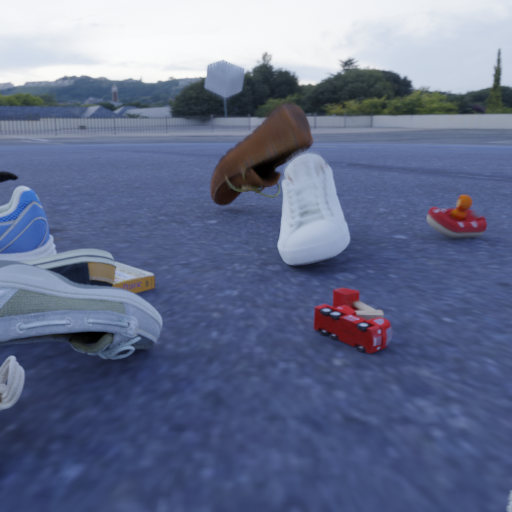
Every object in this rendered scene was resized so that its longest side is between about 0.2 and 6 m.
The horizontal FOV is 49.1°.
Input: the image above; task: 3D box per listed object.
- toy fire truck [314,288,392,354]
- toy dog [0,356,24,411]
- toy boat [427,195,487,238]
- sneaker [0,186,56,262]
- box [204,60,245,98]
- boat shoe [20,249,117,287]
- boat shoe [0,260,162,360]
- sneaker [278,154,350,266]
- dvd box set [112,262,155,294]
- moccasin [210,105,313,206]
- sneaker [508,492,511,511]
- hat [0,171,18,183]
[{"bbox_3d":[1.075,0.669,6.010,0.819,0.283,1.161,-10,17,-36],"label":"toy fire truck"},{"bbox_3d":[-2.166,0.993,3.849,0.632,0.865,1.312,20,-10,-37],"label":"toy dog"},{"bbox_3d":[3.792,-0.791,10.481,1.138,0.744,0.742,-2,32,-19],"label":"toy boat"},{"bbox_3d":[-4.461,-0.219,7.566,3.279,1.263,1.241,-10,19,-32],"label":"sneaker"},{"bbox_3d":[-0.657,-3.701,11.681,0.595,0.513,0.598,30,41,21],"label":"box"},{"bbox_3d":[-2.459,0.482,5.839,2.176,0.677,0.812,-12,-14,13],"label":"boat shoe"},{"bbox_3d":[-1.579,0.600,4.777,0.766,0.667,2.079,-13,-22,23],"label":"boat shoe"},{"bbox_3d":[0.798,-0.881,9.335,1.162,1.351,3.192,-17,20,11],"label":"sneaker"},{"bbox_3d":[-2.281,0.381,7.280,1.145,0.230,1.565,12,18,40],"label":"dvd box set"},{"bbox_3d":[0.080,-2.019,12.842,3.292,1.271,1.204,-33,-16,37],"label":"moccasin"},{"bbox_3d":[1.627,1.530,1.909,1.188,0.755,2.085,8,22,6],"label":"sneaker"},{"bbox_3d":[-5.430,-0.591,9.174,3.107,1.253,3.107,-8,13,2],"label":"hat"}]
